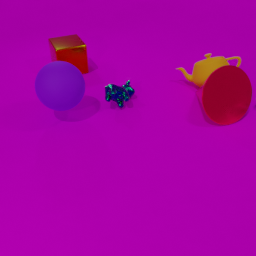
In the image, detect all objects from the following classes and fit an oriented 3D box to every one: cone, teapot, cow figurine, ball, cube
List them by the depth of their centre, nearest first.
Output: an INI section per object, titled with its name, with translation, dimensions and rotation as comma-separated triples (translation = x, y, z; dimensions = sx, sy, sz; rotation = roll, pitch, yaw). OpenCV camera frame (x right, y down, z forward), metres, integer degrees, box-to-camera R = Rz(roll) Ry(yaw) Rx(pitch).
[ball]
translation = -1.762, -1.086, 7.306
dimensions = 1.283, 1.283, 1.283
rotation = 0, 38, 0
[cone]
translation = 2.384, -0.980, 8.077
dimensions = 1.565, 1.565, 1.571
rotation = -13, 13, -16
[cow figurine]
translation = -0.252, -1.075, 8.184
dimensions = 1.007, 0.553, 0.991
rotation = 20, 41, -30
[teapot]
translation = 2.534, -1.837, 8.822
dimensions = 1.972, 0.966, 1.226
rotation = -11, 18, 17
[cube]
translation = -2.066, -2.513, 9.755
dimensions = 1.057, 1.057, 1.057
rotation = -16, 43, -20
